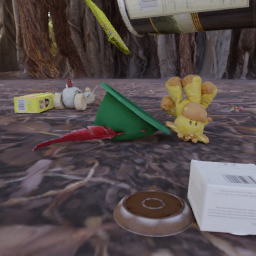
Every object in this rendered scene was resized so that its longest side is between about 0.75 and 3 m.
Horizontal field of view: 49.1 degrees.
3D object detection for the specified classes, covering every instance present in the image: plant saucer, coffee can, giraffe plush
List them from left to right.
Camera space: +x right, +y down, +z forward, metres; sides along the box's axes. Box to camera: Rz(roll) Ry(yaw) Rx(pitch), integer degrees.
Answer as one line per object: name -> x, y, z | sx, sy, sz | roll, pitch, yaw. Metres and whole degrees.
plant saucer -> 0.307, 0.972, 3.399 | 0.969, 0.155, 0.969 | 0, 11, 0
giraffe plush -> 1.485, -0.322, 6.886 | 1.446, 1.676, 1.359 | -2, 29, 13
coffee can -> 1.413, -3.046, 5.870 | 2.758, 2.018, 2.018 | 6, 13, 28

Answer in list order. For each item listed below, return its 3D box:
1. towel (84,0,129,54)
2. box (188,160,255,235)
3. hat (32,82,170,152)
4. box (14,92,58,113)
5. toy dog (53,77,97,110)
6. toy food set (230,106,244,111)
towel -> -0.802, -3.789, 10.388 | 1.135, 0.238, 2.637 | 29, 27, -54
box -> 1.186, 0.771, 3.251 | 0.830, 0.545, 0.834 | 4, 12, 0
hat -> -0.494, 0.218, 6.820 | 2.334, 2.054, 1.933 | 36, 7, -4
box -> -3.770, -1.105, 11.866 | 0.968, 0.645, 2.573 | 1, 12, 6
toy dog -> -2.285, -1.603, 12.499 | 1.855, 1.355, 2.812 | -2, 12, -8
toy food set -> 4.595, -0.819, 11.801 | 0.496, 0.123, 0.781 | 6, 14, 27
